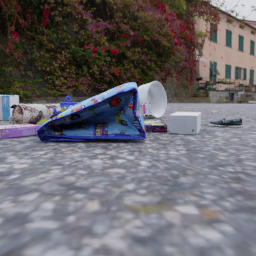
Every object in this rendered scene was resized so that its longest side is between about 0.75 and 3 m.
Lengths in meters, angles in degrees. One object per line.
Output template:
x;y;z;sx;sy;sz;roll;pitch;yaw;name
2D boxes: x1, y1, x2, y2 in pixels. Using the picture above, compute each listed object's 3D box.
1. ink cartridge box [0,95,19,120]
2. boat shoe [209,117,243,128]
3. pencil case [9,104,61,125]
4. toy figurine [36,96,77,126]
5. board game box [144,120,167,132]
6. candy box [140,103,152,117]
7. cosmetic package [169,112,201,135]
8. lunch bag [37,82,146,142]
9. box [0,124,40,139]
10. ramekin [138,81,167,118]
-6.592;-1.023;13.911;1.939;1.214;1.246;0;6;-2;ink cartridge box
3.703;-0.224;10.618;1.195;0.369;0.447;3;7;25;boat shoe
-3.081;-0.464;10.290;1.052;0.915;2.351;9;11;37;pencil case
-2.209;-0.512;9.635;1.949;1.168;1.028;-1;6;-15;toy figurine
0.708;-0.079;9.898;1.132;0.304;1.885;4;6;0;board game box
-0.011;-0.785;13.153;1.546;0.692;2.268;-5;2;28;candy box
1.921;-0.191;9.256;0.867;0.609;1.710;2;7;18;cosmetic package
-1.073;-0.326;7.923;2.940;1.383;2.213;-11;12;4;lunch bag
-3.496;0.080;8.194;1.512;0.296;1.035;-6;9;-43;box
1.200;-1.485;15.132;0.954;1.956;1.956;-3;3;39;ramekin
